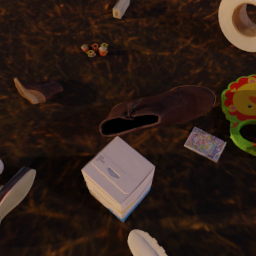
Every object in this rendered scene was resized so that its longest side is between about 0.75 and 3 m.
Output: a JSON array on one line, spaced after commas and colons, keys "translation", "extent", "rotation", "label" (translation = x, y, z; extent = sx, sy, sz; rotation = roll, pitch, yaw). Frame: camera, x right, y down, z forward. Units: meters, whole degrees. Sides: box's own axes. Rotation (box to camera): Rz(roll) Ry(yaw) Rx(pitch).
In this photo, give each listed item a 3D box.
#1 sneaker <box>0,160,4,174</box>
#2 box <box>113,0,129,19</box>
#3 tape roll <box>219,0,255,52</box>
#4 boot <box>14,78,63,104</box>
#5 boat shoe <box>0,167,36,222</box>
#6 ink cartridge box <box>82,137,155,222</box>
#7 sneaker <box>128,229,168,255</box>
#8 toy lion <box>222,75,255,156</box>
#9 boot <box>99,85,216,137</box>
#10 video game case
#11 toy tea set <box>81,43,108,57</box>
[{"translation": [-3.891, 1.471, 6.428], "extent": [0.854, 1.340, 2.319], "rotation": [34, 65, -4], "label": "sneaker"}, {"translation": [-0.249, -4.569, 10.531], "extent": [0.315, 0.378, 0.920], "rotation": [18, 60, 11], "label": "box"}, {"translation": [4.022, -3.585, 8.897], "extent": [0.776, 2.218, 2.218], "rotation": [-40, 67, -20], "label": "tape roll"}, {"translation": [-2.782, -1.297, 8.697], "extent": [1.062, 0.462, 1.277], "rotation": [-34, 64, -31], "label": "boot"}, {"translation": [-3.120, 1.769, 6.692], "extent": [0.682, 0.776, 2.181], "rotation": [29, 69, 18], "label": "boat shoe"}, {"translation": [-0.191, 1.221, 6.498], "extent": [1.153, 1.566, 1.133], "rotation": [37, 67, 19], "label": "ink cartridge box"}, {"translation": [0.746, 3.388, 5.618], "extent": [1.137, 1.079, 2.824], "rotation": [-36, 64, -8], "label": "sneaker"}, {"translation": [3.602, -0.411, 7.873], "extent": [2.172, 0.778, 2.266], "rotation": [26, 75, 28], "label": "toy lion"}, {"translation": [0.861, -0.341, 6.898], "extent": [2.841, 2.363, 1.028], "rotation": [-10, 100, 10], "label": "boot"}, {"translation": [2.155, 0.448, 7.805], "extent": [0.974, 0.088, 0.697], "rotation": [28, 63, 15], "label": "video game case"}, {"translation": [-1.114, -2.706, 9.470], "extent": [0.926, 0.343, 0.551], "rotation": [-7, 60, -4], "label": "toy tea set"}]
